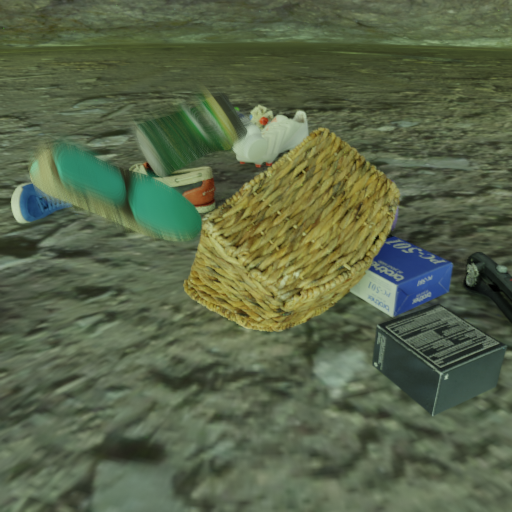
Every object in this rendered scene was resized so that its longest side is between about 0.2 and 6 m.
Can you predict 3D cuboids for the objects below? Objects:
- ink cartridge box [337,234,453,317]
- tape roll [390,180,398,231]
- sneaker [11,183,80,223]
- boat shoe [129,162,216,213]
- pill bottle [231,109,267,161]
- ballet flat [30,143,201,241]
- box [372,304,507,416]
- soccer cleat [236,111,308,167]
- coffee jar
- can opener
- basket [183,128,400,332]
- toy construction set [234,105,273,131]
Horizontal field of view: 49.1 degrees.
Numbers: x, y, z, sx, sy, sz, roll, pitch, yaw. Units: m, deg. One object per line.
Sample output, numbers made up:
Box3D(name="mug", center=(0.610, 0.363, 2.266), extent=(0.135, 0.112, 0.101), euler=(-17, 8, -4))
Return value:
Box3D(name="ink cartridge box", center=(1.750, 0.019, 9.281), extent=(1.246, 0.586, 2.650), euler=(-17, 31, -29))
Box3D(name="tape roll", center=(2.415, -0.975, 10.851), extent=(0.421, 0.992, 0.992), euler=(-2, 26, -2))
Box3D(name="sneaker", center=(-4.155, -1.252, 11.677), extent=(1.109, 0.765, 1.993), euler=(-5, 19, 10))
Box3D(name="boat shoe", center=(-2.244, -1.595, 12.227), extent=(2.943, 0.921, 1.047), euler=(9, 29, 21))
Box3D(name="pill bottle", center=(-0.256, -1.980, 9.183), extent=(0.546, 0.546, 0.983), euler=(-18, 48, -32))
Box3D(name="ballet flat", center=(-2.065, -0.857, 8.322), extent=(0.999, 0.900, 2.653), euler=(-13, -26, 43))
Box3D(name="box", center=(2.166, 1.213, 6.737), extent=(1.081, 0.666, 1.073), euler=(-14, 29, -26))
Box3D(name="soccer cleat", center=(0.444, -3.228, 15.316), extent=(1.014, 1.135, 2.927), euler=(18, 32, 33))
Box3D(name="coffee jar", center=(-0.770, -1.491, 6.859), extent=(1.249, 0.533, 0.652), euler=(-26, 76, -18))
Box3D(name="can opener", center=(3.671, 0.542, 8.170), extent=(0.776, 0.626, 1.974), euler=(-2, 26, -7))
Box3D(name="basket", center=(0.611, -0.104, 8.341), extent=(2.012, 2.101, 2.820), euler=(42, 59, 11))
Box3D(name="toy construction set", center=(-0.634, -3.872, 16.812), extent=(1.633, 1.147, 2.490), euler=(-17, 20, -32))
